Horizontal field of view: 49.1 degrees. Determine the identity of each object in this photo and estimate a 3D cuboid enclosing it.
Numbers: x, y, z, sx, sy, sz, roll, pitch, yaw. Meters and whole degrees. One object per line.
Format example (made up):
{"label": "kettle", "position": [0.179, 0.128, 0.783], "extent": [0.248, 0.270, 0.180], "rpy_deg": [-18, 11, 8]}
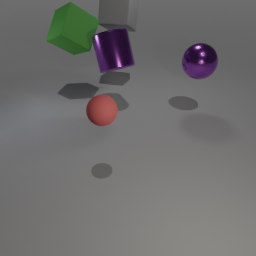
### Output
{"label": "cube", "position": [-0.409, -5.208, 12.585], "extent": [1.400, 1.400, 1.400], "rpy_deg": [8, 10, 15]}
{"label": "cylinder", "position": [-0.554, -2.948, 10.763], "extent": [1.400, 1.400, 1.400], "rpy_deg": [-13, 11, 3]}
{"label": "ball", "position": [-0.581, -0.391, 6.237], "extent": [0.700, 0.700, 0.700], "rpy_deg": [0, 31, 0]}
{"label": "ball", "position": [2.832, -2.629, 11.072], "extent": [1.400, 1.400, 1.400], "rpy_deg": [0, 31, 0]}
{"label": "cube", "position": [-2.267, -3.984, 11.429], "extent": [1.400, 1.400, 1.400], "rpy_deg": [20, -7, -38]}
